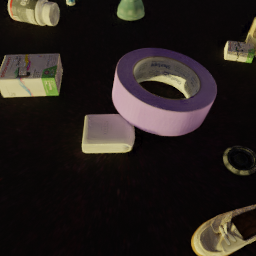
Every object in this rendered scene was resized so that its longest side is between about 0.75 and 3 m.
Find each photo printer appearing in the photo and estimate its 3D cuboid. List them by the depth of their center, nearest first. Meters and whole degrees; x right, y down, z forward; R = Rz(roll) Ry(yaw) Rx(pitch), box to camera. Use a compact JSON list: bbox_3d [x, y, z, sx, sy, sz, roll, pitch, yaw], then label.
[{"bbox_3d":[-0.497,0.136,7.449,1.347,0.468,1.121,0,50,0],"label":"photo printer"}]

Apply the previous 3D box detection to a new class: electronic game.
[{"bbox_3d":[2.850,0.814,7.080,0.856,0.178,0.856,-3,52,4],"label":"electronic game"}]

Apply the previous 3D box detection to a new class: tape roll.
[{"bbox_3d":[0.990,-1.108,7.890,2.792,0.916,2.792,6,46,-7],"label":"tape roll"}]

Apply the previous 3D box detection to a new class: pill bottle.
[{"bbox_3d":[-3.672,-4.631,11.035,1.762,1.003,1.003,15,52,11],"label":"pill bottle"}]

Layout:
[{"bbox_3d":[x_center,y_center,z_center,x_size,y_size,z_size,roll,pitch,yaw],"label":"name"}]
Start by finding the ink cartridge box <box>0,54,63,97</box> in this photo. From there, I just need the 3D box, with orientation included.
[{"bbox_3d":[-3.015,-1.660,8.755,1.733,0.728,1.255,-2,51,-2],"label":"ink cartridge box"}]

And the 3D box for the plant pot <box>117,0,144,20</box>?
[{"bbox_3d":[0.126,-5.040,11.481,1.136,0.761,1.136,0,47,-1],"label":"plant pot"}]

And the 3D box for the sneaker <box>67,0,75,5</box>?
[{"bbox_3d":[-2.576,-5.809,12.263,0.359,0.589,0.902,-17,53,-15],"label":"sneaker"}]

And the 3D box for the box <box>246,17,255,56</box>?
[{"bbox_3d":[5.107,-2.590,9.320,1.254,1.027,2.641,-5,50,-4],"label":"box"}]

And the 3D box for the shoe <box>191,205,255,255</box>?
[{"bbox_3d":[2.336,2.016,5.825,2.214,0.591,0.774,-17,53,-14],"label":"shoe"}]

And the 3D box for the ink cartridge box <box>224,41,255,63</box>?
[{"bbox_3d":[3.893,-2.683,9.825,0.908,0.383,0.663,9,51,7],"label":"ink cartridge box"}]
